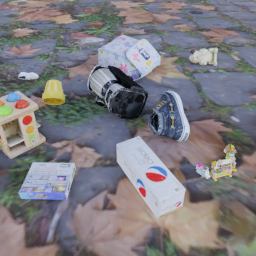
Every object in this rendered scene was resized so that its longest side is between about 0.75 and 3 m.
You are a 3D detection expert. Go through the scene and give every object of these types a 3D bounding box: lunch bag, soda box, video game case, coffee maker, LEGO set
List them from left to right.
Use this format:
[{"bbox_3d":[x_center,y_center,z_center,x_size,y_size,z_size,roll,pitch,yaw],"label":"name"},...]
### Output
[{"bbox_3d":[-2.345,1.552,8.302,1.346,0.306,1.220,0,36,4],"label":"video game case"},{"bbox_3d":[-0.215,-1.558,11.462,2.255,1.581,2.348,-18,41,-23],"label":"coffee maker"},{"bbox_3d":[0.146,-3.496,14.042,2.569,1.633,2.178,27,46,21],"label":"lunch bag"},{"bbox_3d":[0.571,1.350,8.224,0.858,0.802,2.520,-17,40,-22],"label":"soda box"},{"bbox_3d":[3.052,0.965,8.810,1.904,0.709,0.876,-27,45,-31],"label":"LEGO set"}]

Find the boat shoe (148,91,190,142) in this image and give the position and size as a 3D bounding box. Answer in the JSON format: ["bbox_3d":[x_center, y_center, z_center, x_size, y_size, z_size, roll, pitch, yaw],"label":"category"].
[{"bbox_3d":[1.352,-0.638,10.458,1.225,0.955,2.698,12,36,-19],"label":"boat shoe"}]

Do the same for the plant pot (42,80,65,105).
[{"bbox_3d":[-3.092,-1.505,11.673,0.911,0.911,0.857,-2,77,-2],"label":"plant pot"}]

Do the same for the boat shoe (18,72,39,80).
[{"bbox_3d":[-4.912,-2.517,13.771,1.032,0.372,0.354,12,54,10],"label":"boat shoe"}]

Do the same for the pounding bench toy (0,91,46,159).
[{"bbox_3d":[-4.173,-0.041,9.308,1.364,1.713,2.196,31,46,34],"label":"pounding bench toy"}]

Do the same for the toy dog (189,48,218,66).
[{"bbox_3d":[4.009,-3.911,15.151,1.360,0.949,1.319,-4,31,-2],"label":"toy dog"}]
